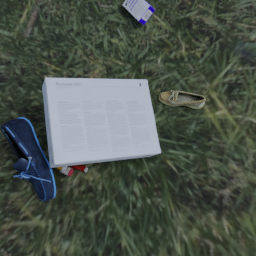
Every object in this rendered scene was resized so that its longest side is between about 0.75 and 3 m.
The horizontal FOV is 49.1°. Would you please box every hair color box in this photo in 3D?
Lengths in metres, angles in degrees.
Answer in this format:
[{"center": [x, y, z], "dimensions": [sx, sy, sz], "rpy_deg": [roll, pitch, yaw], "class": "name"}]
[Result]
[{"center": [0.361, -4.193, 9.747], "dimensions": [0.629, 0.373, 1.151], "rpy_deg": [-49, 59, 23], "class": "hair color box"}]

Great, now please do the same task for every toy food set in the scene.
[{"center": [-1.296, 0.889, 7.406], "dimensions": [0.554, 0.588, 1.232], "rpy_deg": [23, 32, 15], "class": "toy food set"}]

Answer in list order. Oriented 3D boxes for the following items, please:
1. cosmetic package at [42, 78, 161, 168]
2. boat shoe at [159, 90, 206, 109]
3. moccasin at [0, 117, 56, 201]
[{"center": [-0.660, -0.194, 7.206], "dimensions": [2.785, 0.720, 2.100], "rpy_deg": [-3, 78, -25], "class": "cosmetic package"}, {"center": [1.609, -0.900, 8.398], "dimensions": [1.369, 0.431, 0.500], "rpy_deg": [14, 67, 10], "class": "boat shoe"}, {"center": [-2.610, 0.869, 7.139], "dimensions": [0.774, 0.913, 2.269], "rpy_deg": [-18, 77, -47], "class": "moccasin"}]
